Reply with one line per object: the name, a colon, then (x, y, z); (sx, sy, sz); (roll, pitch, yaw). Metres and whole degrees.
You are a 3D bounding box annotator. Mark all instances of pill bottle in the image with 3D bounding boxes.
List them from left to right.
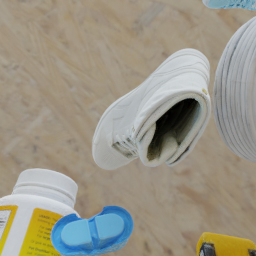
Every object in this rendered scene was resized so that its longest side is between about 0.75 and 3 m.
pill bottle: (-1.512, 1.976, 4.080); (1.431, 1.431, 2.620); (8, 53, 1)

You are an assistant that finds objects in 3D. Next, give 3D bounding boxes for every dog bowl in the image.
dog bowl: (-0.403, 1.247, 3.303); (0.952, 0.531, 0.236); (-9, 128, -13)

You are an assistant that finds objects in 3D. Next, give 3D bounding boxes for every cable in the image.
cable: (2.342, -0.545, 4.098); (2.311, 0.800, 2.311); (16, 92, -26)

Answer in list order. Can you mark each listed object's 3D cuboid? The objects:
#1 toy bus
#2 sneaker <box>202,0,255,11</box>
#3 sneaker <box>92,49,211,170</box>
toy bus: (1.445, 2.822, 3.587); (0.928, 2.850, 1.116); (8, 120, 1)
sneaker: (2.578, -2.789, 5.822); (1.995, 0.737, 0.817); (-17, 57, -10)
sneaker: (0.112, 0.093, 3.777); (0.892, 1.399, 2.420); (35, 123, -12)
